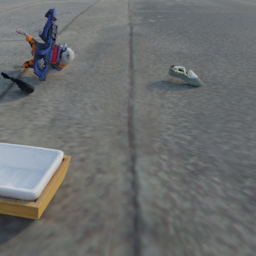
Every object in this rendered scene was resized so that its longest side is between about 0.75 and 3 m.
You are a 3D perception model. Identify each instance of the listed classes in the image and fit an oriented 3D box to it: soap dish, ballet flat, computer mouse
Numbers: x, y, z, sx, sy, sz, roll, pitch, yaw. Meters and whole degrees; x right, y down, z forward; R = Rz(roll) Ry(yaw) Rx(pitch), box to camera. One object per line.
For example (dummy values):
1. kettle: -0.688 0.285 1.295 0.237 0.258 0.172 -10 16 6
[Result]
1. soap dish: -2.026 0.908 4.971 1.685 0.684 1.326 6 31 10
2. ballet flat: 1.996 -1.846 9.689 1.339 0.426 0.451 28 42 28
3. computer mouse: -3.684 -1.477 9.208 1.756 0.299 0.515 25 -3 35

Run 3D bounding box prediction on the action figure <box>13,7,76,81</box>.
1. action figure: -2.977 -2.989 10.287 2.482 2.566 1.342 18 3 21
